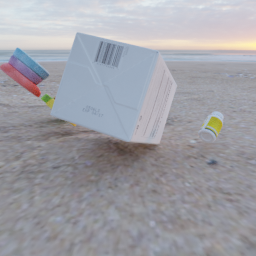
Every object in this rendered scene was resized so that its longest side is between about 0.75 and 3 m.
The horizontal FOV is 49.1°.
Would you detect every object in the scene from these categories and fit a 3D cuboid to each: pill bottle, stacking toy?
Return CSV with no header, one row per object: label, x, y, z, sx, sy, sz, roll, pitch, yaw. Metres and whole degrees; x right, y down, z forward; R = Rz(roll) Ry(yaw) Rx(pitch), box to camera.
pill bottle,2.039,-0.038,6.793,0.437,0.437,0.779,12,49,35
stacking toy,-2.344,-1.316,8.548,2.655,1.121,2.404,39,-5,-11

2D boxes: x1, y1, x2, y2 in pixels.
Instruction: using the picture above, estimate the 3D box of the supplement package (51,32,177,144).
supplement package,-0.072,-0.664,6.111,1.660,1.640,2.738,18,1,16
